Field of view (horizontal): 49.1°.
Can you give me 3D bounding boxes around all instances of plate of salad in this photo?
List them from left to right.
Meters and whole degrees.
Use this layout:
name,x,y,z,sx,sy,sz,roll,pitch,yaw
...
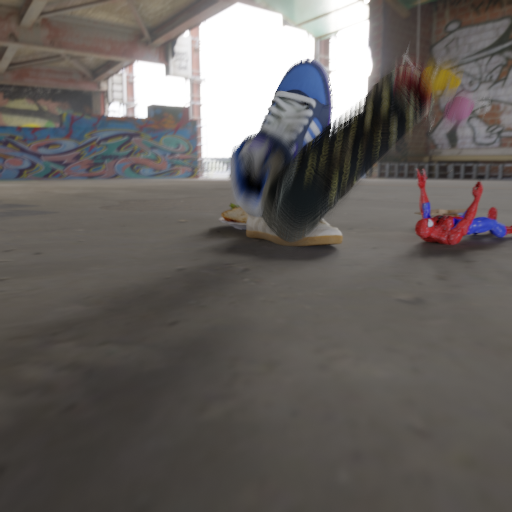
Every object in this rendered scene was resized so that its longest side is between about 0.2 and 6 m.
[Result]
name,x,y,z,sx,sy,sz,roll,pitch,yaw
plate of salad,0.353,-0.971,13.220,2.494,0.599,2.494,0,9,0

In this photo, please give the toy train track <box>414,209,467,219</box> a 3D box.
name,x,y,z,sx,sy,sz,roll,pitch,yaw
toy train track,4.774,-0.899,13.671,1.361,0.386,2.373,-1,1,39

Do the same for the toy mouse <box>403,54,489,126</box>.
name,x,y,z,sx,sy,sz,roll,pitch,yaw
toy mouse,3.056,-2.555,9.501,1.585,0.307,1.408,25,-20,13

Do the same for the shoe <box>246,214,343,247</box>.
name,x,y,z,sx,sy,sz,roll,pitch,yaw
shoe,0.630,-0.602,10.785,0.887,0.678,2.538,-8,12,-38

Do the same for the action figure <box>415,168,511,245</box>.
name,x,y,z,sx,sy,sz,roll,pitch,yaw
action figure,4.163,-1.012,11.084,3.090,1.530,1.008,-11,14,-37

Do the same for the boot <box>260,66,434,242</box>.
name,x,y,z,sx,sy,sz,roll,pitch,yaw
boot,1.149,-1.353,7.121,1.873,0.895,2.480,-40,7,46

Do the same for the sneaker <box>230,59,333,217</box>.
name,x,y,z,sx,sy,sz,roll,pitch,yaw
sneaker,0.417,-2.023,9.410,1.153,2.863,2.096,20,12,15
